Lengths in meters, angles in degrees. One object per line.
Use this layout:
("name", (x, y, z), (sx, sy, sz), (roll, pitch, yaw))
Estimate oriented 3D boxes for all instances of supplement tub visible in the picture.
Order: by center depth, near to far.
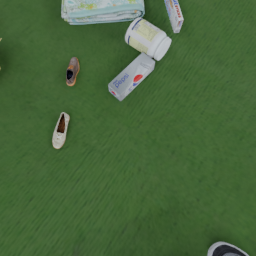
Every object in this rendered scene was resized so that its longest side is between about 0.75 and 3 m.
("supplement tub", (0.553, -2.404, 7.629), (1.078, 0.782, 0.782), (36, 76, 10))

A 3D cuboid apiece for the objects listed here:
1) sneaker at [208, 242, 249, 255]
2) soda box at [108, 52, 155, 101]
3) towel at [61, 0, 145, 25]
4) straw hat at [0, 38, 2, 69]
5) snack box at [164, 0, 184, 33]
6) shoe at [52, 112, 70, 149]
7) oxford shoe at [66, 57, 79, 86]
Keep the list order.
("sneaker", (2.673, 3.335, 5.474), (0.928, 1.400, 2.460), (-38, 76, -11))
("soda box", (0.104, -1.372, 7.483), (0.465, 0.432, 1.363), (43, 77, 12))
("towel", (-0.776, -4.088, 8.279), (2.390, 0.576, 2.046), (-5, 73, -2))
("straw hat", (-3.814, -1.526, 7.315), (1.806, 1.806, 0.764), (-39, 116, -11))
("snack box", (1.255, -3.476, 7.947), (0.181, 0.536, 1.490), (-9, 72, -6))
("shoe", (-1.725, 0.053, 7.123), (0.336, 0.256, 0.960), (9, 73, 3))
("oxford shoe", (-1.511, -1.591, 7.618), (0.305, 0.312, 0.855), (3, 72, 1))
